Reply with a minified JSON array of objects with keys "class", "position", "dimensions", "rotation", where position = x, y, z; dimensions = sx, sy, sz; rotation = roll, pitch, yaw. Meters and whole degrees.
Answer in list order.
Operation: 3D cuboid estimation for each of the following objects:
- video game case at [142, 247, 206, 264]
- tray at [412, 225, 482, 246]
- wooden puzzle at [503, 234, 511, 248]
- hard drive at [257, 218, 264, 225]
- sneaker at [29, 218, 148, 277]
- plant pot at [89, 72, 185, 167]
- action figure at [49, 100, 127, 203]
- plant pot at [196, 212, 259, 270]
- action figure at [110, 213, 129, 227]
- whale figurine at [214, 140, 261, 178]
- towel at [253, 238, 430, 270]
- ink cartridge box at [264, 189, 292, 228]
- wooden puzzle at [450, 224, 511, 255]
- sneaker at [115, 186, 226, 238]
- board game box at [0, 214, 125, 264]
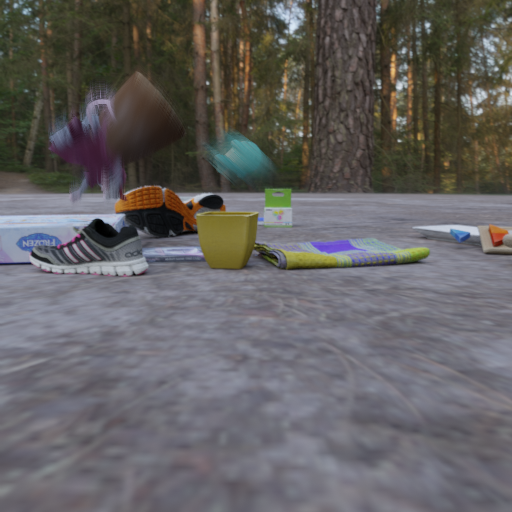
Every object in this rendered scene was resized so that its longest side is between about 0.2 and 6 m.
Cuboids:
[{"class":"video game case","position":[-1.193,-0.021,8.616],"dimensions":[1.413,0.134,1.009],"rotation":[-1,8,-14]},{"class":"tray","position":[4.185,-0.386,10.826],"dimensions":[1.181,0.244,2.199],"rotation":[-5,9,-25]},{"class":"wooden puzzle","position":[4.556,0.019,7.418],"dimensions":[1.851,0.428,1.714],"rotation":[2,7,-22]},{"class":"hard drive","position":[-0.190,-0.920,15.000],"dimensions":[1.245,0.158,0.821],"rotation":[-1,8,-9]},{"class":"sneaker","position":[-2.176,-0.137,7.266],"dimensions":[1.635,0.715,0.603],"rotation":[2,8,16]},{"class":"plant pot","position":[-2.204,-2.195,9.704],"dimensions":[1.428,1.335,1.335],"rotation":[-40,15,-6]},{"class":"action figure","position":[-2.232,-1.325,7.894],"dimensions":[0.932,1.036,1.391],"rotation":[3,-35,29]},{"class":"plant pot","position":[-0.373,-0.211,7.673],"dimensions":[0.738,0.755,0.734],"rotation":[1,8,10]},{"class":"action figure","position":[-3.287,-0.894,13.730],"dimensions":[0.951,0.498,0.920],"rotation":[3,0,26]},{"class":"whale figurine","position":[-0.259,-1.499,8.673],"dimensions":[0.761,0.605,0.395],"rotation":[-18,16,-29]},{"class":"towel","position":[1.185,-0.065,8.419],"dimensions":[2.329,0.265,1.672],"rotation":[-2,7,-13]},{"class":"ink cartridge box","position":[0.552,-1.206,14.134],"dimensions":[0.710,0.960,0.364],"rotation":[0,8,0]},{"class":"wooden puzzle","position":[4.375,-0.296,9.327],"dimensions":[2.010,0.235,1.356],"rotation":[0,21,8]},{"class":"sneaker","position":[-2.018,-0.876,12.257],"dimensions":[1.298,1.069,2.823],"rotation":[-3,-3,40]},{"class":"board game box","position":[-3.567,-0.319,9.126],"dimensions":[2.718,0.559,2.711],"rotation":[-1,8,-9]}]
